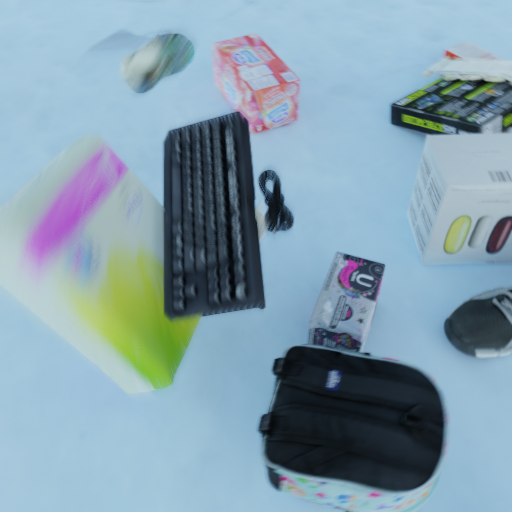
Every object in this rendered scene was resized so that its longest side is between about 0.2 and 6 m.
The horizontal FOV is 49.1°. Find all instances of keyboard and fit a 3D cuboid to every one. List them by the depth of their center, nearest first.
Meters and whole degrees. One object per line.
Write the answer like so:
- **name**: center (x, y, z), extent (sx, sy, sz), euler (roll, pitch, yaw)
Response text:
- **keyboard**: center (-0.441, -0.684, 7.741), extent (1.859, 0.397, 3.096), euler (-9, 63, 9)

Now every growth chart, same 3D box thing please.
- **growth chart**: center (5.203, -4.385, 13.225), extent (2.397, 0.213, 1.735), euler (20, 42, 37)

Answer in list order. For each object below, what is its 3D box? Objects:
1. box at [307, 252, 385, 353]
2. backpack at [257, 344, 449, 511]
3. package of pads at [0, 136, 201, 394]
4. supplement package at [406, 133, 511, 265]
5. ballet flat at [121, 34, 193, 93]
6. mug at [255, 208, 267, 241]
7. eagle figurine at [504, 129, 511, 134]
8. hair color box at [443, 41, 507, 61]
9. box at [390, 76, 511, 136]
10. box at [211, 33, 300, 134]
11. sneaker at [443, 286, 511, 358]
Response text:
- **box**: center (1.427, 0.840, 8.842), extent (0.857, 0.987, 1.494), euler (15, 50, 13)
- **backpack**: center (1.285, 2.241, 7.103), extent (2.176, 1.638, 1.931), euler (3, 49, 18)
- **package of pads**: center (-2.062, 0.087, 8.036), extent (1.067, 3.128, 2.417), euler (-24, 27, 34)
- **supplement package**: center (3.838, -0.965, 9.849), extent (1.831, 1.914, 1.408), euler (-1, 48, 0)
- **ballet flat**: center (-2.229, -3.866, 11.236), extent (0.922, 0.922, 2.484), euler (-42, 21, -31)
- **mug**: center (-0.275, -0.720, 9.678), extent (0.733, 0.915, 0.751), euler (-16, 40, -10)
- **eagle figurine**: center (5.522, -2.827, 12.528), extent (0.504, 0.502, 0.665), euler (37, 32, -17)
- **hair color box**: center (5.655, -4.900, 14.360), extent (0.855, 0.493, 1.541), euler (-27, 52, -23)
- **box**: center (4.727, -3.380, 12.560), extent (2.488, 0.591, 2.403), euler (-32, 37, -25)
- **box**: center (-0.058, -4.087, 13.172), extent (1.242, 1.146, 2.421), euler (-19, 51, -16)
- **sneaker**: center (4.396, 0.461, 8.673), extent (3.019, 1.743, 1.133), euler (-15, 50, -14)
